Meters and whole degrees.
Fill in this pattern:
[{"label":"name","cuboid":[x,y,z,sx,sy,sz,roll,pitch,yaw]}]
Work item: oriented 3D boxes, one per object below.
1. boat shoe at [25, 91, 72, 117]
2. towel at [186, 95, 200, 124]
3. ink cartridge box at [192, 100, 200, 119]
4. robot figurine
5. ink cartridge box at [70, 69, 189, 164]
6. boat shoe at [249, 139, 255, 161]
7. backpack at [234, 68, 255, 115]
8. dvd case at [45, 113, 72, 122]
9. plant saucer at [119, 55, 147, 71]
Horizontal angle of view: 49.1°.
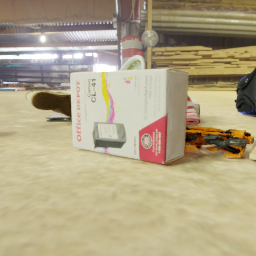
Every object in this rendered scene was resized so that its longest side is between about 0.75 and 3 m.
[{"label":"boat shoe","cuboid":[-2.525,-0.962,10.131,0.719,0.841,2.295,26,9,41]},{"label":"towel","cuboid":[1.490,-0.731,9.588,1.554,0.245,2.158,0,30,1]},{"label":"ink cartridge box","cuboid":[2.084,-0.685,10.990,1.304,0.759,1.791,2,9,9]},{"label":"robot figurine","cuboid":[1.731,0.267,6.040,1.815,0.528,1.316,5,11,29]},{"label":"ink cartridge box","cuboid":[-0.032,-0.325,5.884,2.368,1.748,1.014,5,10,33]},{"label":"boat shoe","cuboid":[2.938,0.266,5.705,0.703,0.633,1.948,7,12,34]},{"label":"backpack","cuboid":[5.762,-1.359,12.145,1.909,1.849,2.275,10,-3,-3]},{"label":"dvd case","cuboid":[-2.204,-0.546,11.861,1.913,0.205,2.572,0,10,-1]},{"label":"plant saucer","cuboid":[0.031,-1.127,9.331,0.643,2.560,2.560,22,-1,-25]}]
